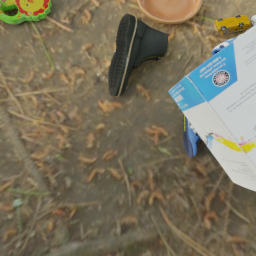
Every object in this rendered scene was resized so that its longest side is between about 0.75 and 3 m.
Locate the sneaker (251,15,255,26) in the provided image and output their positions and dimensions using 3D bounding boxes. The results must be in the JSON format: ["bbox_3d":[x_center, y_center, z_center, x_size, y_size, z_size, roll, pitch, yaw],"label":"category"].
[{"bbox_3d":[4.912,-3.604,9.606,1.318,0.530,0.503,28,75,11],"label":"sneaker"}]

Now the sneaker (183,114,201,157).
[{"bbox_3d":[2.011,0.036,8.287,0.698,0.627,1.696,5,72,0],"label":"sneaker"}]

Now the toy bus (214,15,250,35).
[{"bbox_3d":[3.544,-3.529,9.604,1.193,0.467,0.388,-12,73,-4],"label":"toy bus"}]

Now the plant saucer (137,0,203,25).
[{"bbox_3d":[1.468,-4.598,10.003,2.317,0.434,2.317,0,70,0],"label":"plant saucer"}]

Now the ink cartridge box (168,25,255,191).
[{"bbox_3d":[2.573,-0.358,5.826,2.030,1.995,2.758,-36,89,-3],"label":"ink cartridge box"}]

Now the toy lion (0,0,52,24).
[{"bbox_3d":[-3.701,-4.343,9.902,1.698,0.608,1.772,37,75,4],"label":"toy lion"}]

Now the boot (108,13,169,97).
[{"bbox_3d":[0.424,-2.105,8.927,1.730,0.969,2.501,10,100,-30],"label":"boot"}]

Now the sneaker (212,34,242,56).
[{"bbox_3d":[3.493,-1.582,8.683,1.142,1.027,2.776,-13,65,-1],"label":"sneaker"}]
